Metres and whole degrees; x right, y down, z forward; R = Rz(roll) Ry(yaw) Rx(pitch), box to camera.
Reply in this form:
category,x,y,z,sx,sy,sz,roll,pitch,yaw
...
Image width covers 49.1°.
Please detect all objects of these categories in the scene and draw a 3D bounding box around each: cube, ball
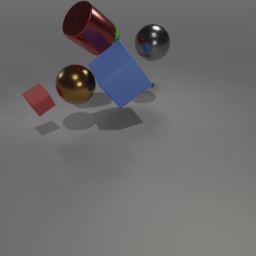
category,x,y,z,sx,sy,sz,roll,pitch,yaw
cube,-3.076,-0.979,9.709,0.700,0.700,0.700,-39,66,-15
cube,-0.274,-1.853,9.712,1.400,1.400,1.400,-36,48,8
ball,0.963,-3.356,11.045,1.400,1.400,1.400,0,31,0
ball,-1.827,-1.523,9.822,1.400,1.400,1.400,0,31,0

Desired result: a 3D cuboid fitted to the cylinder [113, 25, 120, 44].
category,x,y,z,sx,sy,sz,roll,pitch,yaw
cylinder,-0.740,-4.509,13.489,0.700,0.700,0.700,-2,0,-4

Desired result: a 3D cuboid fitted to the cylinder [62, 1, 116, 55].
category,x,y,z,sx,sy,sz,roll,pitch,yaw
cylinder,-1.377,-3.549,10.076,1.400,1.400,1.400,28,3,38
